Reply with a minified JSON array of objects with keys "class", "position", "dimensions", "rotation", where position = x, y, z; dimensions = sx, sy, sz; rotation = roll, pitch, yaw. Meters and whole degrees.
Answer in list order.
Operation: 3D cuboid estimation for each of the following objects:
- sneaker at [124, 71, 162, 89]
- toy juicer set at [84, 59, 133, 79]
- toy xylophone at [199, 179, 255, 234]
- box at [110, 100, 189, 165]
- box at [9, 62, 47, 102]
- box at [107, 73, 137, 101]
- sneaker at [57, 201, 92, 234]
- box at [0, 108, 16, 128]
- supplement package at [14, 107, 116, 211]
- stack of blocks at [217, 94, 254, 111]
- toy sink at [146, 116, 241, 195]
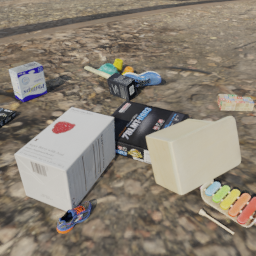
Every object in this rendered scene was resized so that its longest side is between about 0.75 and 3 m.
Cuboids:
[{"class":"sneaker","position":[0.681,-2.320,14.218],"dimensions":[2.069,0.813,0.923],"rotation":[-2,41,11]},{"class":"toy juicer set","position":[-0.836,-2.888,15.078],"dimensions":[1.743,0.745,2.739],"rotation":[37,39,23]},{"class":"toy xylophone","position":[2.782,2.163,7.763],"dimensions":[1.773,0.445,1.298],"rotation":[23,41,30]},{"class":"box","position":[0.569,0.084,10.636],"dimensions":[2.842,0.711,2.863],"rotation":[16,37,21]},{"class":"box","position":[-4.687,-2.189,13.258],"dimensions":[0.776,1.480,1.361],"rotation":[27,43,34]},{"class":"box","position":[-0.293,-1.977,13.350],"dimensions":[1.255,0.928,0.654],"rotation":[25,53,31]},{"class":"sneaker","position":[-1.412,2.334,7.512],"dimensions":[0.428,0.445,1.135],"rotation":[24,41,30]},{"class":"box","position":[-5.587,-0.472,11.803],"dimensions":[1.282,0.279,1.027],"rotation":[12,36,18]},{"class":"supplement package","position":[-1.736,0.822,8.649],"dimensions":[1.693,1.672,2.792],"rotation":[14,36,19]},{"class":"stack of blocks","position":[4.852,-1.154,12.686],"dimensions":[1.404,0.411,0.808],"rotation":[2,34,4]},{"class":"toy sink","position":[2.010,0.667,8.634],"dimensions":[2.487,1.621,1.394],"rotation":[-21,16,-25]}]
